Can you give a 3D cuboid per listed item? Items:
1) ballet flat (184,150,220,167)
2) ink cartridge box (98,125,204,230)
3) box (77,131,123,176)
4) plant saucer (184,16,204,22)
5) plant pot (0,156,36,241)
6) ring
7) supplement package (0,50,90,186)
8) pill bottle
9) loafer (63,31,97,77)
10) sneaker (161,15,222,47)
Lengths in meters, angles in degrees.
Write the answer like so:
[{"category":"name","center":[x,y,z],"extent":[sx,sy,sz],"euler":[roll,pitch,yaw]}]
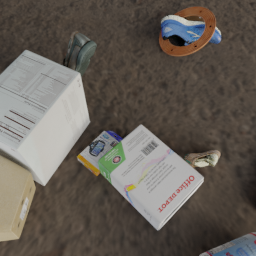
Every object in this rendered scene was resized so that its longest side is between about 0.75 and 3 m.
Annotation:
[{"category":"ballet flat","center":[2.392,0.999,8.594],"extent":[1.446,0.492,0.486],"euler":[-6,23,-26]},{"category":"ink cartridge box","center":[0.627,1.402,8.224],"extent":[1.810,1.049,2.499],"euler":[-40,67,-21]},{"category":"box","center":[-0.826,0.745,9.083],"extent":[0.868,0.302,1.458],"euler":[37,63,20]},{"category":"plant saucer","center":[3.067,-4.901,12.567],"extent":[1.155,0.170,1.155],"euler":[0,58,0]},{"category":"plant pot","center":[-3.691,1.882,7.428],"extent":[1.970,2.222,2.225],"euler":[12,59,-6]},{"category":"ring","center":[2.391,-3.908,11.407],"extent":[2.382,0.229,2.382],"euler":[-13,61,25]},{"category":"supplement package","center":[-2.763,-0.242,8.324],"extent":[1.980,2.574,2.692],"euler":[25,62,14]},{"category":"pill bottle","center":[2.494,3.514,6.860],"extent":[2.225,1.210,1.210],"euler":[-18,61,-10]},{"category":"loafer","center":[-1.682,-2.167,8.926],"extent":[0.753,2.394,0.860],"euler":[45,57,-3]},{"category":"sneaker","center":[2.557,-3.735,11.505],"extent":[2.576,1.012,1.149],"euler":[8,87,-6]}]
